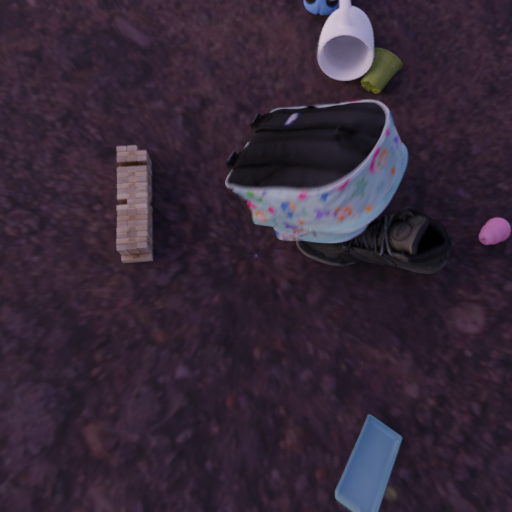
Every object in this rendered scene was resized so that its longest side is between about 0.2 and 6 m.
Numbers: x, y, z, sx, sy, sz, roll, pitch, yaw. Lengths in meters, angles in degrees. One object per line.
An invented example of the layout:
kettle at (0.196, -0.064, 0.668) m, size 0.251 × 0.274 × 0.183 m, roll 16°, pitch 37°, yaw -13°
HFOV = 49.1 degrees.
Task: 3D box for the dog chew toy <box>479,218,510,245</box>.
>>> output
dog chew toy at (4.627, -0.444, 10.949) m, size 0.780 × 0.486 × 0.486 m, roll -27°, pitch 74°, yaw -38°

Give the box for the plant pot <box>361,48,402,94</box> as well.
plant pot at (2.597, -3.890, 11.937) m, size 0.757 × 0.757 × 0.719 m, roll 29°, pitch 90°, yaw 8°

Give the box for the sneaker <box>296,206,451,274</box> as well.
sneaker at (2.178, -0.385, 10.425) m, size 2.914 × 1.669 × 1.114 m, roll 10°, pitch 76°, yaw 11°

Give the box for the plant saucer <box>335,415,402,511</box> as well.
plant saucer at (1.903, 3.530, 9.438) m, size 0.722 × 0.196 × 2.064 m, roll 34°, pitch 33°, yaw 10°

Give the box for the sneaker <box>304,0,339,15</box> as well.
sneaker at (1.630, -6.888, 12.406) m, size 1.079 × 1.262 × 3.044 m, roll 6°, pitch 75°, yaw 0°

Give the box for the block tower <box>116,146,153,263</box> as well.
block tower at (-2.414, -1.041, 11.136) m, size 0.613 × 0.656 × 2.269 m, roll -4°, pitch 76°, yaw -1°

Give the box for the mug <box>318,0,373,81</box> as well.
mug at (1.878, -4.690, 11.659) m, size 1.126 × 1.525 × 1.337 m, roll 1°, pitch 55°, yaw 14°

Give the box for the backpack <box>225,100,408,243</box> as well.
backpack at (1.209, -1.511, 10.008) m, size 2.831 × 2.131 × 2.513 m, roll 1°, pitch 51°, yaw 43°
